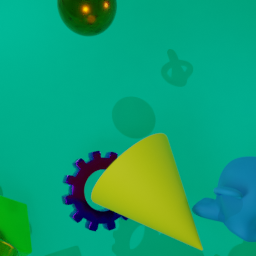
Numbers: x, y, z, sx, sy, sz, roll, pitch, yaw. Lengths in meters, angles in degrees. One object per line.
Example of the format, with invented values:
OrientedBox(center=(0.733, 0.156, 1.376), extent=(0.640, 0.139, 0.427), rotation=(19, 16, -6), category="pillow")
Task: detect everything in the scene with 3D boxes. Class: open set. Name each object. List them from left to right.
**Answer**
OrientedBox(center=(-1.783, 1.718, 3.215), extent=(0.778, 0.778, 0.778), rotation=(11, 48, 4), category="cylinder")
OrientedBox(center=(-2.458, 1.887, 4.977), extent=(0.982, 0.982, 0.982), rotation=(-31, 53, 10), category="cube")
OrientedBox(center=(-0.856, -2.580, 5.896), extent=(1.248, 1.248, 1.248), rotation=(0, 71, 0), category="ball")
OrientedBox(center=(-0.516, 1.211, 5.492), extent=(1.506, 0.279, 1.506), rotation=(5, 79, -26), category="gear")
OrientedBox(center=(0.566, 1.234, 4.413), extent=(1.640, 1.640, 1.646), rotation=(-38, 66, -12), category="cone")
OrientedBox(center=(1.683, 0.995, 4.350), extent=(1.390, 1.932, 1.164), rotation=(3, 101, 40), category="monkey head")
